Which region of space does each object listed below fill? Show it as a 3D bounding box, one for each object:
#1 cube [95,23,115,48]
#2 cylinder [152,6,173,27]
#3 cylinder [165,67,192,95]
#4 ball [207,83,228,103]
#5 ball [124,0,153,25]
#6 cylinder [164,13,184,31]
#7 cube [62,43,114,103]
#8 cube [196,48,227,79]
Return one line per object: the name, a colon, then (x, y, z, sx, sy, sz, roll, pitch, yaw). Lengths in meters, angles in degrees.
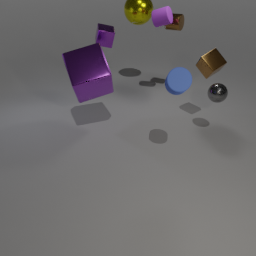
cube: (-0.983, -3.910, 11.870, 0.700, 0.700, 0.700, 6, 41, -15)
cylinder: (1.442, -4.669, 11.768, 0.700, 0.700, 0.700, -4, 26, 29)
cylinder: (1.439, -1.337, 8.070, 0.700, 0.700, 0.700, 2, 0, 3)
ball: (3.204, -1.254, 10.014, 0.700, 0.700, 0.700, 0, 30, 0)
ball: (0.507, -5.645, 13.342, 1.400, 1.400, 1.400, 0, 30, 0)
cylinder: (2.067, -4.732, 12.495, 0.700, 0.700, 0.700, 15, 34, 26)
cube: (-1.427, -1.982, 10.249, 1.400, 1.400, 1.400, -19, 72, -6)
cube: (3.084, -2.390, 10.420, 0.700, 0.700, 0.700, -33, 81, -12)
